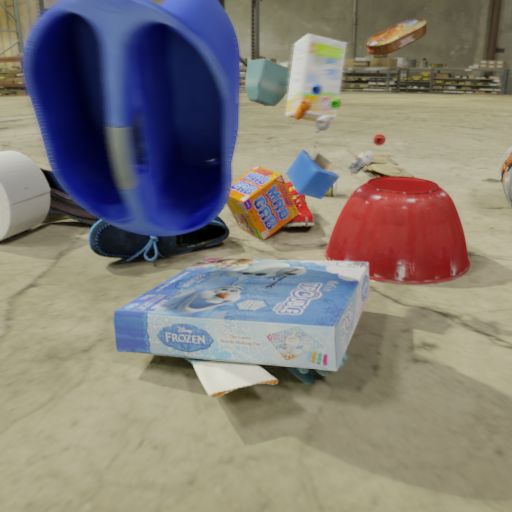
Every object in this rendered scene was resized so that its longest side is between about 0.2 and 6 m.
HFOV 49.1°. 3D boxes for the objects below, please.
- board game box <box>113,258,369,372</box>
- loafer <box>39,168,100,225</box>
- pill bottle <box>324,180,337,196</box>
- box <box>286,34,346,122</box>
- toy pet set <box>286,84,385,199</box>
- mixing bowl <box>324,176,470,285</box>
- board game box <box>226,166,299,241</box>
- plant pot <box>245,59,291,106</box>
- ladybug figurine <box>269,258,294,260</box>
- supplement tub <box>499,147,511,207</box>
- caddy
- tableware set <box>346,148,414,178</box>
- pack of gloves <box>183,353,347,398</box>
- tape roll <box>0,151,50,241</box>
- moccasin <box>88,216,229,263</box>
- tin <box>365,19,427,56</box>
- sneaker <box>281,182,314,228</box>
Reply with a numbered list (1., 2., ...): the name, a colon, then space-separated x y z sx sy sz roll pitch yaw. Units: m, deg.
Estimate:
1. board game box: -0.006 0.635 7.635 2.746 0.599 2.760 2 14 18
2. loafer: -3.893 -1.349 12.466 2.911 0.917 1.046 8 33 -7
3. pill bottle: 1.743 -1.850 15.036 0.821 0.462 0.462 4 21 11
4. box: 1.092 -3.252 10.399 0.786 1.397 0.708 7 5 -16
5. toy pet set: 0.980 -1.567 8.269 1.364 1.274 0.724 36 33 -3
6. mixing bowl: 2.678 -0.650 10.519 2.703 1.464 2.703 0 20 0
7. board game box: 0.069 -1.132 11.873 1.025 1.025 1.024 -38 34 -15
8. plant pot: 0.220 -3.534 11.566 0.773 0.790 0.776 10 10 -29
9. ladybug figurine: 0.555 0.274 9.644 0.897 0.323 0.609 14 25 32
10. supplement tub: 6.731 -1.843 13.389 1.598 1.598 2.608 6 22 16
11. caddy: -1.401 -1.673 6.894 2.366 3.347 1.757 8 48 5
12. tableware set: 3.718 -2.679 17.273 1.525 0.462 2.307 7 25 -14
13. pack of gloves: -0.027 1.297 7.097 1.835 0.431 2.185 -10 13 -21
14. tape roll: -5.364 -1.235 11.627 1.737 1.737 1.193 8 22 20
15. moccasin: -1.746 -0.510 10.621 2.732 1.099 0.932 -15 24 -32
16. tin: 3.119 -4.855 12.434 1.431 0.300 0.801 -28 31 -8
17. sneaker: 0.827 -1.190 12.699 0.789 0.870 2.048 -2 22 -7
